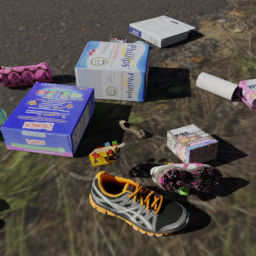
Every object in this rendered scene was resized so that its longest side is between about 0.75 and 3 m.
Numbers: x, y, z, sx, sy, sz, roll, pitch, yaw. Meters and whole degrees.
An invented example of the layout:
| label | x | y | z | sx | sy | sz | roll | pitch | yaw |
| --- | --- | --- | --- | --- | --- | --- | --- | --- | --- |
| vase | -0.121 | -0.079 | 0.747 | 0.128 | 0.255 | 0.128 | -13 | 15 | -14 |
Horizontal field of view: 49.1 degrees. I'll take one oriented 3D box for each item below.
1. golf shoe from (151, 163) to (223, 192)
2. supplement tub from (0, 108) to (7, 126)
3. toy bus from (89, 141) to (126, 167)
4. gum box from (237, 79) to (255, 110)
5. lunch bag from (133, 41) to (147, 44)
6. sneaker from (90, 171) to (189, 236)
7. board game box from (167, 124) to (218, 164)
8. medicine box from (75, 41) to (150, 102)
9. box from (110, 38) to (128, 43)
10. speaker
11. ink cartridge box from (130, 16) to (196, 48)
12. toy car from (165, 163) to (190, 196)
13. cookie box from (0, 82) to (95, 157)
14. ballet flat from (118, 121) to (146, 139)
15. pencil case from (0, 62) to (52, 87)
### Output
| label | x | y | z | sx | sy | sz | roll | pitch | yaw |
| --- | --- | --- | --- | --- | --- | --- | --- | --- | --- |
| golf shoe | 1.584 | 1.233 | 7.511 | 1.997 | 0.725 | 0.919 | 7 | 8 | -20 |
| supplement tub | -4.805 | -0.191 | 9.599 | 0.763 | 0.763 | 1.157 | 12 | 42 | 14 |
| toy bus | -0.542 | 0.759 | 7.570 | 0.900 | 0.493 | 0.954 | -22 | 13 | -21 |
| gum box | 5.460 | -1.418 | 11.139 | 1.995 | 0.660 | 1.132 | -10 | 41 | -11 |
| lunch bag | 0.591 | -4.336 | 14.911 | 0.812 | 0.335 | 0.653 | -33 | 53 | -32 |
| sneaker | 0.225 | 1.836 | 6.984 | 2.626 | 1.014 | 1.028 | 13 | 40 | 12 |
| board game box | 1.954 | 0.503 | 8.663 | 1.009 | 0.613 | 1.266 | -14 | 30 | -18 |
| medicine box | -0.529 | -2.439 | 11.773 | 2.758 | 1.420 | 2.512 | 4 | 40 | 5 |
| box | -0.504 | -4.244 | 14.626 | 0.937 | 0.536 | 1.029 | 4 | 40 | 3 |
| speaker | 3.667 | -1.723 | 11.513 | 1.630 | 0.662 | 0.662 | 29 | 48 | 31 |
| ink cartridge box | 1.994 | -5.683 | 16.322 | 2.791 | 0.604 | 2.740 | -25 | 46 | -29 |
| toy car | 1.606 | 1.418 | 8.051 | 1.185 | 0.264 | 1.115 | 3 | 41 | 3 |
| cookie box | -2.574 | -0.385 | 9.618 | 2.311 | 1.015 | 2.702 | 7 | 40 | 8 |
| ballet flat | 0.135 | -0.007 | 9.751 | 1.202 | 0.279 | 0.405 | 31 | 49 | 32 |
| pencil case | -4.371 | -2.323 | 11.978 | 2.116 | 0.991 | 0.960 | -11 | 42 | -13 |
